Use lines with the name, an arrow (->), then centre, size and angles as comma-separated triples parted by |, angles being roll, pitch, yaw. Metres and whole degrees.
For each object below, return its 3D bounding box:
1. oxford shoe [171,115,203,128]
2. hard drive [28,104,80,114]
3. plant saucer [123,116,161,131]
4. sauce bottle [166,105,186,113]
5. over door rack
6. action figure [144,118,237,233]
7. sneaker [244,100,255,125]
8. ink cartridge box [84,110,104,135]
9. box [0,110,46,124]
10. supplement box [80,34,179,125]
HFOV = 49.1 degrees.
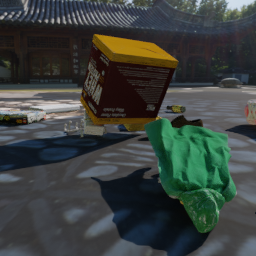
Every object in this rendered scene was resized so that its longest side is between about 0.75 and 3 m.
oxford shoe -> 1.403, -0.066, 8.248 | 1.627, 0.687, 0.591 | -3, 12, -5
hard drive -> -3.797, -1.000, 14.492 | 1.423, 0.288, 2.157 | 9, 13, 42
plant saucer -> 0.630, -0.222, 9.997 | 1.489, 0.361, 1.488 | -2, 11, -8
sauce bottle -> 2.430, -0.994, 14.311 | 0.356, 0.356, 1.099 | -9, 13, -40
over door rack -> -1.359, -0.046, 8.872 | 0.921, 0.415, 1.247 | -9, 14, -35
action figure -> 0.990, 0.593, 4.361 | 1.656, 0.767, 2.803 | 2, 17, 6
sneaker -> 4.738, -0.468, 9.552 | 1.360, 0.979, 2.601 | 8, 5, 16
ink cartridge box -> -1.030, -0.163, 8.433 | 0.559, 0.324, 0.772 | 5, 39, -15
box -> -4.493, -0.460, 11.189 | 1.952, 0.389, 1.336 | 3, 11, 14
supplement box -> -0.059, -1.370, 8.346 | 2.118, 2.147, 1.426 | -2, 35, -31
